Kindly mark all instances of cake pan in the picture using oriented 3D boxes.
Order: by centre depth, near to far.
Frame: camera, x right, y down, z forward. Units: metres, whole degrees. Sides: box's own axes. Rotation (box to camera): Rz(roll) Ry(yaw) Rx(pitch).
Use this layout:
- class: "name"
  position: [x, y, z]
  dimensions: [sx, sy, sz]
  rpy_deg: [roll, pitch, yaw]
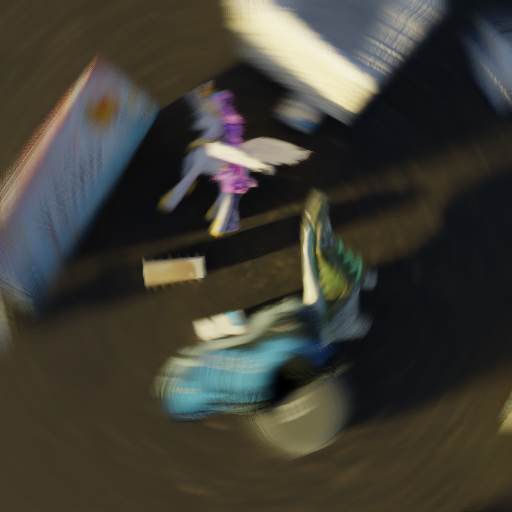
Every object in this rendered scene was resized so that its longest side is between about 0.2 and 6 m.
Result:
- class: "cake pan"
  position: [0.717, 2.815, 10.329]
  dimensions: [1.761, 0.323, 1.761]
  rpy_deg: [0, 90, 14]

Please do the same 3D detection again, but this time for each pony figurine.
- class: "pony figurine"
  position: [-0.517, -1.625, 9.965]
  dimensions: [2.261, 1.951, 2.343]
  rpy_deg: [28, 114, 19]

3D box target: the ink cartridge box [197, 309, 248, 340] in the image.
- class: "ink cartridge box"
  position: [-0.587, 1.427, 10.461]
  dimensions: [0.832, 0.348, 0.603]
  rpy_deg: [-23, 86, 18]

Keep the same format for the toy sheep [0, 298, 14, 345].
- class: "toy sheep"
  position: [-4.928, 1.277, 10.461]
  dimensions: [0.690, 0.690, 1.000]
  rpy_deg: [17, 78, 1]

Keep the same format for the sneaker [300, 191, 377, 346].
- class: "sneaker"
  position: [1.474, 0.237, 10.023]
  dimensions: [1.297, 1.126, 2.928]
  rpy_deg: [-5, 110, 3]

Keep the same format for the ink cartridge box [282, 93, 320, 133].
- class: "ink cartridge box"
  position: [0.918, -2.814, 10.745]
  dimensions: [0.518, 0.299, 0.710]
  rpy_deg: [36, 79, 1]

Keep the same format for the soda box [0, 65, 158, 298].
- class: "soda box"
  position: [-3.471, -1.345, 10.016]
  dimensions: [1.369, 1.273, 4.003]
  rpy_deg: [35, 88, -24]

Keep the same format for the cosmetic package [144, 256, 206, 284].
- class: "cosmetic package"
  position: [-1.513, 0.259, 10.517]
  dimensions: [1.084, 0.570, 0.385]
  rpy_deg: [-6, 94, 1]

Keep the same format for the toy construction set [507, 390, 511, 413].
- class: "toy construction set"
  position: [6.078, 3.016, 9.955]
  dimensions: [3.715, 1.711, 2.436]
  rpy_deg: [-39, 88, -13]

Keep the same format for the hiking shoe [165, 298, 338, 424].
- class: "hiking shoe"
  position: [-0.305, 2.088, 9.344]
  dimensions: [3.508, 1.521, 1.305]
  rpy_deg: [-38, 126, 26]

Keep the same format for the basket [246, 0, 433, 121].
- class: "basket"
  position: [1.381, -4.191, 9.845]
  dimensions: [2.495, 2.006, 2.472]
  rpy_deg: [37, 79, 1]

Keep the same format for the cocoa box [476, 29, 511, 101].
- class: "cocoa box"
  position: [5.122, -3.661, 10.465]
  dimensions: [1.546, 1.014, 1.031]
  rpy_deg: [-11, 88, 0]
